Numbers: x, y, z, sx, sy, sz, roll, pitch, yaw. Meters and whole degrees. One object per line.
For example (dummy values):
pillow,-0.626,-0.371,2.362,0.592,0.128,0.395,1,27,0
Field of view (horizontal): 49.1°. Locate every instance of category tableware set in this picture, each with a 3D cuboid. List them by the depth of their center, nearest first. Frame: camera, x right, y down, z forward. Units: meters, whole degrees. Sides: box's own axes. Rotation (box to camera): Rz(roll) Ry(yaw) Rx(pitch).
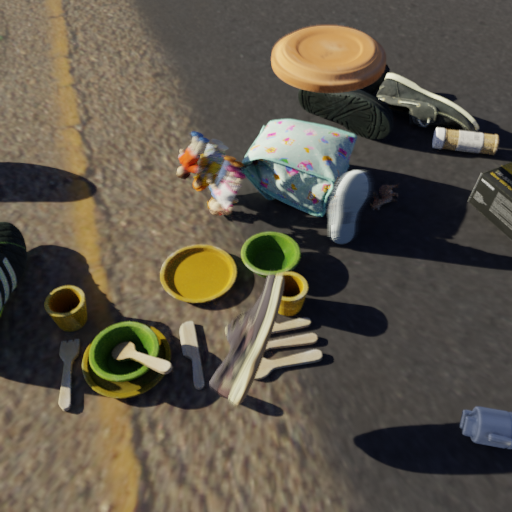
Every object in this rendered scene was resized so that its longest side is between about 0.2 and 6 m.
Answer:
tableware set,-1.254,0.822,9.710,4.580,0.703,3.085,-9,48,-7

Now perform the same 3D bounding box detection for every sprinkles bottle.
sprinkles bottle,4.850,-2.655,13.008,1.404,0.479,0.479,9,48,8

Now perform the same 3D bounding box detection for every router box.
router box,6.185,-0.723,10.857,2.469,0.820,3.140,-21,54,-22

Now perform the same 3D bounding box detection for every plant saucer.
plant saucer,1.318,-3.663,10.202,2.085,0.337,2.085,-2,48,2

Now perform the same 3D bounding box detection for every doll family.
doll family,-0.813,-1.549,11.423,0.887,1.222,1.969,-6,45,-47

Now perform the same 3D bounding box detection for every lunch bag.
lunch bag,0.845,-2.005,11.910,2.072,1.264,1.765,20,52,10

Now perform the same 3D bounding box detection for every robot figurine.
robot figurine,3.520,2.534,8.260,0.941,0.531,0.798,8,18,8

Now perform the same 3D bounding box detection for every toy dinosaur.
toy dinosaur,2.733,-1.330,11.919,0.560,0.355,0.827,7,42,15

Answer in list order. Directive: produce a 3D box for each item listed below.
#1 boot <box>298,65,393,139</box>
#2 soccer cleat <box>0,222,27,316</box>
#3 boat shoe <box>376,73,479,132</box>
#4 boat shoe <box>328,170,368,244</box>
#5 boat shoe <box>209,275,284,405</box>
boot,2.722,-4.142,13.962,2.718,1.038,2.284,30,58,32
soccer cleat,-4.777,0.345,9.774,1.021,1.226,3.024,-2,48,-1
boat shoe,4.127,-3.501,13.696,2.614,0.939,0.884,33,92,18
boat shoe,1.689,-1.060,10.774,0.569,1.608,0.730,3,39,-8
boat shoe,-0.141,1.126,7.799,0.629,1.940,0.698,21,14,6
